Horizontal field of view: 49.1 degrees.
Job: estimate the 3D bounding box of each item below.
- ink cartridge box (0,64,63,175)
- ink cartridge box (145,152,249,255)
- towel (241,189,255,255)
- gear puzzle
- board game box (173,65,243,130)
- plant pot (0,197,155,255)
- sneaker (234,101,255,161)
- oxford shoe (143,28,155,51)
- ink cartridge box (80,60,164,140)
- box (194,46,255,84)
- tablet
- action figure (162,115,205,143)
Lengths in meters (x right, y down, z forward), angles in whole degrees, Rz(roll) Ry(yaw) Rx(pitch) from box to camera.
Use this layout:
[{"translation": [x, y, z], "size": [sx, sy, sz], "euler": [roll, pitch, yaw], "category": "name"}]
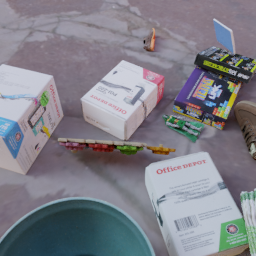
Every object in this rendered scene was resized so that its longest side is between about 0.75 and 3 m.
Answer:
[{"translation": [-3.236, -0.294, 7.907], "size": [1.724, 1.732, 2.361], "euler": [14, 52, 12], "category": "ink cartridge box"}, {"translation": [1.516, 1.867, 6.580], "size": [1.693, 0.959, 2.309], "euler": [-11, 52, -9], "category": "ink cartridge box"}, {"translation": [3.318, 2.808, 5.473], "size": [2.189, 0.450, 2.934], "euler": [25, 45, -18], "category": "towel"}, {"translation": [-0.235, 0.552, 7.356], "size": [2.938, 1.522, 0.385], "euler": [3, 86, 4], "category": "gear puzzle"}, {"translation": [2.689, -1.094, 9.345], "size": [1.709, 0.586, 2.067], "euler": [23, 53, 17], "category": "board game box"}, {"translation": [-0.922, 2.969, 5.059], "size": [2.835, 1.900, 2.835], "euler": [0, 50, 0], "category": "plant pot"}, {"translation": [3.796, 0.315, 7.906], "size": [1.057, 0.986, 2.798], "euler": [-24, 53, -14], "category": "sneaker"}, {"translation": [0.882, -3.730, 11.662], "size": [0.480, 0.469, 1.316], "euler": [2, 50, 8], "category": "oxford shoe"}, {"translation": [-0.127, -0.954, 8.964], "size": [1.705, 0.993, 2.341], "euler": [26, 56, 21], "category": "ink cartridge box"}, {"translation": [3.612, -2.338, 10.058], "size": [1.953, 0.481, 2.023], "euler": [28, 34, 19], "category": "box"}, {"translation": [3.266, -3.127, 9.499], "size": [0.091, 0.870, 1.337], "euler": [-23, 38, 5], "category": "tablet"}, {"translation": [1.632, -0.110, 8.698], "size": [1.285, 0.351, 0.759], "euler": [24, 57, 24], "category": "action figure"}]
